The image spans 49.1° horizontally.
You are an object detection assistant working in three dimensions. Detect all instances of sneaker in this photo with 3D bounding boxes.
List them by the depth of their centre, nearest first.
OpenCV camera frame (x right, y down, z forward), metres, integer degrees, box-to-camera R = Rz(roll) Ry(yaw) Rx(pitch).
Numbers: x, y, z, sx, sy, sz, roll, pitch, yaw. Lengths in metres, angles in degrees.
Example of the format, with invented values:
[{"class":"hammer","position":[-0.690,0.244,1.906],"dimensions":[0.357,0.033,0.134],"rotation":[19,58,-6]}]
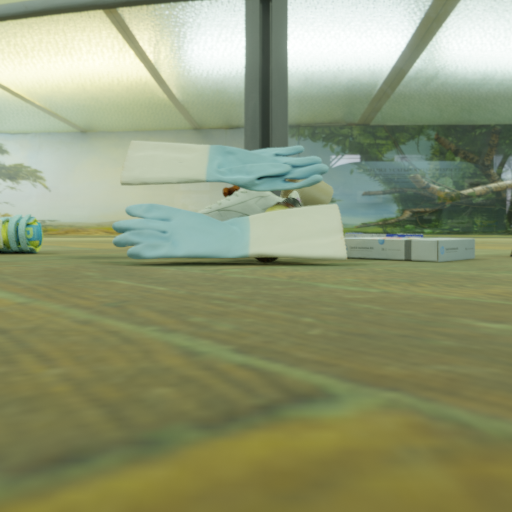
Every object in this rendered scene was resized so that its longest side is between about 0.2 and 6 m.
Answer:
[{"class":"sneaker","position":[-0.471,-0.801,11.516],"dimensions":[3.142,1.565,1.176],"rotation":[1,-8,-18]},{"class":"sneaker","position":[-5.612,-0.505,11.977],"dimensions":[1.645,1.002,2.520],"rotation":[-1,3,17]}]

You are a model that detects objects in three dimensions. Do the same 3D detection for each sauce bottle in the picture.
[{"class":"sauce bottle","position":[0.422,-0.554,10.159],"dimensions":[0.728,0.728,2.205],"rotation":[1,19,16]}]

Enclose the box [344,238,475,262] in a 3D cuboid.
[{"class":"box","position":[2.790,-0.140,10.450],"dimensions":[2.010,0.414,1.567],"rotation":[1,3,43]}]

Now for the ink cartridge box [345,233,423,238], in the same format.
[{"class":"ink cartridge box","position":[3.019,-0.318,13.483],"dimensions":[0.978,0.460,2.080],"rotation":[0,2,-16]}]

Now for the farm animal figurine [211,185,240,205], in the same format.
[{"class":"farm animal figurine","position":[-0.256,-0.944,13.730],"dimensions":[1.884,1.864,0.983],"rotation":[40,23,-16]}]

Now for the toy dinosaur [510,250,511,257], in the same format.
[{"class":"toy dinosaur","position":[5.680,-0.184,10.765],"dimensions":[1.313,0.756,2.596],"rotation":[18,18,25]}]

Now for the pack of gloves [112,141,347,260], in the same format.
[{"class":"pack of gloves","position":[-0.502,-0.834,9.620],"dimensions":[3.707,0.731,3.114],"rotation":[1,42,-1]}]

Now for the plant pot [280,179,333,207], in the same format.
[{"class":"plant pot","position":[1.192,-1.447,12.765],"dimensions":[0.937,1.024,1.024],"rotation":[24,-3,-14]}]
